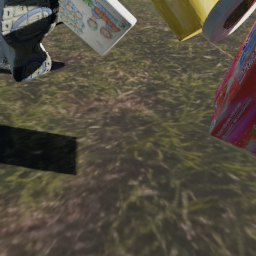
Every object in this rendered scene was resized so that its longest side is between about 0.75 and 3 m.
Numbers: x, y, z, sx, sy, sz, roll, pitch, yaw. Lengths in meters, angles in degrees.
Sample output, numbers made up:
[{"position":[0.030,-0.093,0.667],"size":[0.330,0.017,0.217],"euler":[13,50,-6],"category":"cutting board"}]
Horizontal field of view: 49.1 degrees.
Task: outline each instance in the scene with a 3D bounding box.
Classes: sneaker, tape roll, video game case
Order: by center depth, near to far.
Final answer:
[{"position":[1.519,-1.695,3.981],"size":[1.082,1.082,0.198],"euler":[-28,72,-36],"category":"tape roll"},{"position":[-2.085,-2.010,5.284],"size":[1.056,2.835,1.235],"euler":[-26,79,-30],"category":"sneaker"},{"position":[-0.907,-2.536,6.097],"size":[0.217,1.831,1.666],"euler":[-59,18,-23],"category":"video game case"}]

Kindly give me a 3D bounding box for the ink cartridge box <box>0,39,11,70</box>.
[{"position":[-3.216,-2.171,6.495],"size":[1.964,1.429,0.825],"euler":[6,9,-44],"category":"ink cartridge box"}]

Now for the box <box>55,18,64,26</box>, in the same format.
[{"position":[-2.531,-3.264,8.139],"size":[2.066,0.514,1.629],"euler":[-21,12,-3],"category":"box"}]

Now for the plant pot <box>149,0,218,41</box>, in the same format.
[{"position":[1.774,-4.132,8.097],"size":[2.791,2.626,2.791],"euler":[-27,8,4],"category":"plant pot"}]

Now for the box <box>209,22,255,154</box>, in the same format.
[{"position":[2.287,-0.950,3.804],"size":[1.251,2.643,1.356],"euler":[23,44,3],"category":"box"}]
